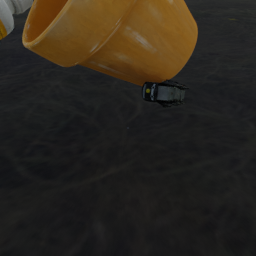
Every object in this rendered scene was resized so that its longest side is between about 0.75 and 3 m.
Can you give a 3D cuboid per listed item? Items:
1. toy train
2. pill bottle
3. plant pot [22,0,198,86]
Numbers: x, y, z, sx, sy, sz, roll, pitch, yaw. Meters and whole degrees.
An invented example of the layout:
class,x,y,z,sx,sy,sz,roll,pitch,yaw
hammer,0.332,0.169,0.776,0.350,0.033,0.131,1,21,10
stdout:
class,x,y,z,sx,sy,sz,roll,pitch,yaw
toy train,0.583,-0.515,4.158,0.470,0.350,2.052,9,9,16
pill bottle,-3.227,-2.161,5.397,2.617,1.476,1.476,-44,47,-16
plant pot,-0.098,-1.680,4.230,2.038,2.226,2.226,27,14,-35
